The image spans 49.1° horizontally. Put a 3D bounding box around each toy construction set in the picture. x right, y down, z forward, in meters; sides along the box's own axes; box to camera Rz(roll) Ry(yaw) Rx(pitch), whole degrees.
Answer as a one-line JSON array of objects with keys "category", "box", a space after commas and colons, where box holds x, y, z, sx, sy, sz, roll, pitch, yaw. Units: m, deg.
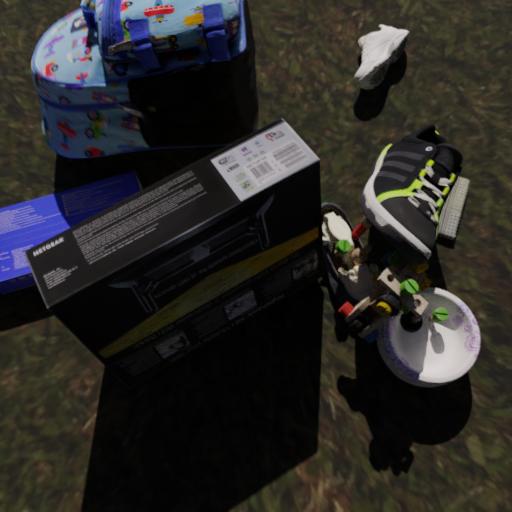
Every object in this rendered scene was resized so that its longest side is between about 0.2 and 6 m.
[{"category": "toy construction set", "box": [2.184, 0.264, 9.098, 1.727, 1.591, 2.070, -19, 75, -17]}]

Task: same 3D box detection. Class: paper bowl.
[{"category": "paper bowl", "box": [2.948, 1.445, 9.785, 1.665, 0.866, 1.665, 0, 70, 1]}]

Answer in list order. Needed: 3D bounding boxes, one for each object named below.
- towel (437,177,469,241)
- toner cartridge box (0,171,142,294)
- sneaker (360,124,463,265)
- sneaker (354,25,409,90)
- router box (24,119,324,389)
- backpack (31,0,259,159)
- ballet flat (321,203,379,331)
[{"category": "towel", "box": [3.433, -1.083, 11.035, 1.304, 0.234, 1.354, 18, 74, 9]}, {"category": "toner cartridge box", "box": [-3.520, -0.453, 10.546, 3.041, 0.657, 1.445, -17, 71, -6]}, {"category": "sneaker", "box": [2.705, -1.322, 9.410, 1.283, 1.482, 3.579, 39, 33, -16]}, {"category": "sneaker", "box": [2.465, -4.244, 11.913, 0.889, 0.697, 1.788, 32, 65, 17]}, {"category": "router box", "box": [-0.910, 0.143, 8.900, 4.140, 3.255, 1.081, -29, 59, -10]}, {"category": "backpack", "box": [-2.165, -3.672, 10.291, 4.191, 2.819, 3.826, -6, 51, 6]}, {"category": "ballet flat", "box": [1.701, 0.130, 10.235, 0.947, 0.947, 2.593, -20, 73, -7]}]
